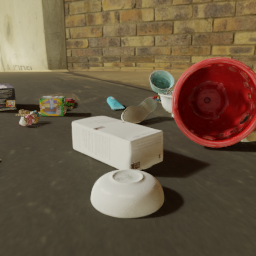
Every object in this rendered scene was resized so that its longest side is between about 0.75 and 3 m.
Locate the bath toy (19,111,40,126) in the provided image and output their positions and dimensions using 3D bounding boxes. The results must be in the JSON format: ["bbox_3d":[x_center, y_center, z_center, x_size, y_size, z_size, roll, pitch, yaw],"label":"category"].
[{"bbox_3d":[-4.160,-0.350,11.817,0.416,0.489,1.126,-30,7,24],"label":"bath toy"}]

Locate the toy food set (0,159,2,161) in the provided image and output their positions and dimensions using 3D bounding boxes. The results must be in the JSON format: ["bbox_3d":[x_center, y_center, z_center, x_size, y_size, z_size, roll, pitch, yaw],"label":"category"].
[{"bbox_3d":[-4.053,0.950,7.292,0.921,0.268,1.334,2,15,7],"label":"toy food set"}]

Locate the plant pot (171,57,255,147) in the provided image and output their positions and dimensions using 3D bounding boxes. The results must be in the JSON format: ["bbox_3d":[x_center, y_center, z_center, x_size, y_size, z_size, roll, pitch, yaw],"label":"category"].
[{"bbox_3d":[2.906,-0.895,9.641,2.775,2.775,2.527,3,7,9],"label":"plant pot"}]

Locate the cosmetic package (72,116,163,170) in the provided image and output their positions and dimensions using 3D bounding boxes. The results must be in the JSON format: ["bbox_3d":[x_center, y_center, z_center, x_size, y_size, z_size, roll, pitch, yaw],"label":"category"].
[{"bbox_3d":[-0.376,0.366,8.138,1.337,0.973,2.629,-15,20,-43],"label":"cosmetic package"}]

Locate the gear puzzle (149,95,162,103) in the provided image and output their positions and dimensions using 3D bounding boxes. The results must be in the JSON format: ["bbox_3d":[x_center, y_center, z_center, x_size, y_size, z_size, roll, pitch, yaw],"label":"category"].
[{"bbox_3d":[2.242,-1.987,17.937,1.293,0.327,2.497,10,18,32],"label":"gear puzzle"}]

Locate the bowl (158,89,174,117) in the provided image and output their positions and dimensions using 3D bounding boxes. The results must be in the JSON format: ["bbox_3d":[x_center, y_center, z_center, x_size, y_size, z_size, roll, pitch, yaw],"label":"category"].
[{"bbox_3d":[2.695,-1.093,13.046,2.580,1.159,2.580,-2,16,0],"label":"bowl"}]

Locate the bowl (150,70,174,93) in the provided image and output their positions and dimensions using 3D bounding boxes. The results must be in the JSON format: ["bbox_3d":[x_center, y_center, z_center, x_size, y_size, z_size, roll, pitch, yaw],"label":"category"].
[{"bbox_3d":[1.471,-2.003,12.653,1.119,1.119,0.585,4,-30,-7],"label":"bowl"}]

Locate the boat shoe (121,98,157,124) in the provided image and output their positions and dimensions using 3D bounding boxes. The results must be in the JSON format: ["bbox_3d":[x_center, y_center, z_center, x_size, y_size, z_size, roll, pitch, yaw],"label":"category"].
[{"bbox_3d":[0.421,-0.618,12.331,2.241,0.847,0.676,-27,-10,-42],"label":"boat shoe"}]

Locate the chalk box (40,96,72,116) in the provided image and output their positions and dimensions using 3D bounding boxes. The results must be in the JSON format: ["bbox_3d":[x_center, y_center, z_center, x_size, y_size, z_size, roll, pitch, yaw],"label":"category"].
[{"bbox_3d":[-3.460,-1.079,13.620,1.411,0.873,0.878,0,14,-2],"label":"chalk box"}]

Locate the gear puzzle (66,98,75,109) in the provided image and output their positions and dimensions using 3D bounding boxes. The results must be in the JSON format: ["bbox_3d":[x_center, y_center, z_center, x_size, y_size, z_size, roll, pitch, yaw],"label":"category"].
[{"bbox_3d":[-3.742,-1.375,15.611,1.464,0.370,2.826,-2,15,-7],"label":"gear puzzle"}]

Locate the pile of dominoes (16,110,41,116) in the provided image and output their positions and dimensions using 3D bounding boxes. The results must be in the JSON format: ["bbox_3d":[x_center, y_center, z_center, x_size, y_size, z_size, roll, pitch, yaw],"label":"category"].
[{"bbox_3d":[-4.822,-0.764,13.755,1.111,0.177,0.866,3,15,13],"label":"pile of dominoes"}]

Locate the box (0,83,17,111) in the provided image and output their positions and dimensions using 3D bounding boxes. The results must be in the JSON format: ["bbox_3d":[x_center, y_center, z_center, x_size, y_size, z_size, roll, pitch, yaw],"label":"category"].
[{"bbox_3d":[-6.992,-1.704,15.165,1.419,1.232,2.147,-9,18,-29],"label":"box"}]

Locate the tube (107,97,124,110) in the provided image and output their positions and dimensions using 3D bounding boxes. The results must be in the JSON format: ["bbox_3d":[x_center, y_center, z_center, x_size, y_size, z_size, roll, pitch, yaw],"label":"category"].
[{"bbox_3d":[-0.745,-1.316,15.409,0.692,0.450,1.787,-12,22,-13],"label":"tube"}]

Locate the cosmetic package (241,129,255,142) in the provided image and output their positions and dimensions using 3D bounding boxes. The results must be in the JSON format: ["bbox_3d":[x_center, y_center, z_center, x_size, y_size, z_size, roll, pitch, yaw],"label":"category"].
[{"bbox_3d":[4.288,0.241,9.779,0.924,0.328,0.486,-4,16,-14],"label":"cosmetic package"}]

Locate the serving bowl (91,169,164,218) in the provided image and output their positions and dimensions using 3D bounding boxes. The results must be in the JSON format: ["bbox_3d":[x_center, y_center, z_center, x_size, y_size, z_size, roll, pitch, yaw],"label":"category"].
[{"bbox_3d":[-0.015,1.229,5.836,1.536,0.505,1.536,-1,16,0],"label":"serving bowl"}]
